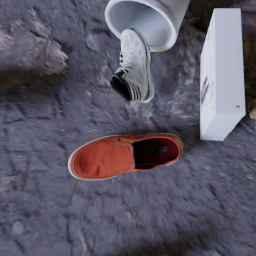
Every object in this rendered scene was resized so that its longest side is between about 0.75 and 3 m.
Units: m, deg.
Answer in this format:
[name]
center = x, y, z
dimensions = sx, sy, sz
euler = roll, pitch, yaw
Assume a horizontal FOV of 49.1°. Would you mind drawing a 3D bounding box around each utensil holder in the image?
[utensil holder]
center = 0.689, -3.353, 7.054
dimensions = 1.843, 1.843, 2.169
euler = 22, 73, 5

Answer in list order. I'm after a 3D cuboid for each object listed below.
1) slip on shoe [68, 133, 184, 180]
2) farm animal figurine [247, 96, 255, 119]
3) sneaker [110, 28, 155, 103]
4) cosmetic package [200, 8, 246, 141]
[slip on shoe]
center = -0.045, 0.643, 6.582
dimensions = 2.803, 0.858, 1.038
euler = -8, 88, 0
[farm animal figurine]
center = 3.151, -0.145, 6.259
dimensions = 1.178, 1.459, 0.734
euler = 41, 119, 7
[sneaker]
center = 0.032, -1.476, 6.499
dimensions = 0.693, 1.056, 1.835
euler = -14, 89, 38
[cosmetic package]
center = 2.092, -1.123, 6.434
dimensions = 0.631, 1.840, 2.441
euler = 4, 72, 4
